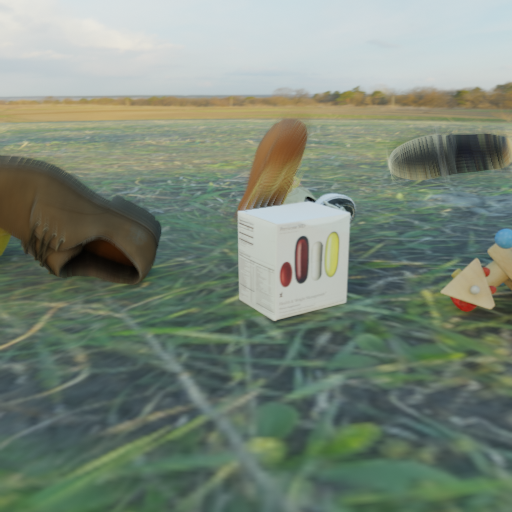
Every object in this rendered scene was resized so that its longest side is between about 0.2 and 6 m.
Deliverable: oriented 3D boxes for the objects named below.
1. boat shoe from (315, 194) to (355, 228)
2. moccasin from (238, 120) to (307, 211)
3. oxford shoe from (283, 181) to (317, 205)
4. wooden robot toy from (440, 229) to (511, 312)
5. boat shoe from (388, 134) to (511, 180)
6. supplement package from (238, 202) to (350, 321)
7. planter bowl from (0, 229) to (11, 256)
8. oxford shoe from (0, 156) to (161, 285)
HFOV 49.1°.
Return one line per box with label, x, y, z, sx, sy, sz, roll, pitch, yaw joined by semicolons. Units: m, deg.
boat shoe;1.214;-0.515;9.736;0.823;0.889;2.409;9;19;39
moccasin;0.233;-1.065;7.950;0.692;1.891;0.730;6;43;-30
oxford shoe;0.641;-1.140;12.140;0.737;0.707;1.997;34;38;24
wooden robot toy;3.530;0.416;7.022;3.180;1.401;1.443;-17;59;-45
boat shoe;2.882;-1.520;8.423;1.822;0.680;0.567;0;2;25
supplement package;0.490;0.022;7.392;1.196;1.251;0.920;-11;20;-31
planter bowl;-4.721;-0.314;8.985;2.090;0.870;2.090;0;8;0
oxford shoe;-2.898;-0.456;7.862;3.175;1.154;1.340;19;39;-16
